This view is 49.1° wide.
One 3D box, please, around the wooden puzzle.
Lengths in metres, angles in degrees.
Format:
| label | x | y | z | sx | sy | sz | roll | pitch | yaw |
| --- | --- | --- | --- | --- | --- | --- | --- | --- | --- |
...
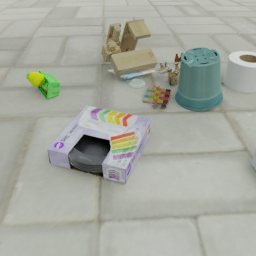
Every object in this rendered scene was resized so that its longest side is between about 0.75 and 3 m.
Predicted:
| label | x | y | z | sx | sy | sz | roll | pitch | yaw |
| --- | --- | --- | --- | --- | --- | --- | --- | --- | --- |
| wooden puzzle | 1.254 | -1.378 | 12.086 | 1.064 | 0.126 | 1.794 | 9 | 42 | 12 |

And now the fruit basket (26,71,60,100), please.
| label | x | y | z | sx | sy | sz | roll | pitch | yaw |
| --- | --- | --- | --- | --- | --- | --- | --- | --- | --- |
| fruit basket | -3.745 | -1.927 | 12.129 | 1.406 | 1.014 | 1.406 | 11 | 28 | -6 |

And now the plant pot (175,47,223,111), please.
| label | x | y | z | sx | sy | sz | roll | pitch | yaw |
| --- | --- | --- | --- | --- | --- | --- | --- | --- | --- |
| plant pot | 2.893 | -2.037 | 11.298 | 1.987 | 1.946 | 1.987 | -5 | 42 | 5 |

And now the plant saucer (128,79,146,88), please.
| label | x | y | z | sx | sy | sz | roll | pitch | yaw |
| --- | --- | --- | --- | --- | --- | --- | --- | --- | --- |
| plant saucer | 0.416 | -2.126 | 13.101 | 0.814 | 0.204 | 0.814 | 0 | 37 | 0 |

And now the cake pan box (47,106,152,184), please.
| label | x | y | z | sx | sy | sz | roll | pitch | yaw |
| --- | --- | --- | --- | --- | --- | --- | --- | --- | --- |
| cake pan box | -0.829 | 0.437 | 9.241 | 2.620 | 0.744 | 2.845 | 11 | 38 | 18 |

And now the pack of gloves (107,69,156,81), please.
| label | x | y | z | sx | sy | sz | roll | pitch | yaw |
| --- | --- | --- | --- | --- | --- | --- | --- | --- | --- |
| pack of gloves | 0.167 | -2.683 | 13.869 | 1.861 | 0.367 | 1.563 | -19 | 32 | -31 |

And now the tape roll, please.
| label | x | y | z | sx | sy | sz | roll | pitch | yaw |
| --- | --- | --- | --- | --- | --- | --- | --- | --- | --- |
| tape roll | 5.429 | -2.589 | 12.824 | 1.849 | 1.269 | 1.849 | 0 | 37 | 0 |

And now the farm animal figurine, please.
| label | x | y | z | sx | sy | sz | roll | pitch | yaw |
| --- | --- | --- | --- | --- | --- | --- | --- | --- | --- |
| farm animal figurine | 2.598 | -2.571 | 13.173 | 1.857 | 0.979 | 1.878 | -29 | 52 | -16 |

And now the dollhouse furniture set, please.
| label | x | y | z | sx | sy | sz | roll | pitch | yaw |
| --- | --- | --- | --- | --- | --- | --- | --- | --- | --- |
| dollhouse furniture set | -0.054 | -3.652 | 14.617 | 2.657 | 2.276 | 2.794 | -16 | 69 | -21 |

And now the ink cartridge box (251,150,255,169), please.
| label | x | y | z | sx | sy | sz | roll | pitch | yaw |
| --- | --- | --- | --- | --- | --- | --- | --- | --- | --- |
| ink cartridge box | 4.655 | 1.286 | 8.061 | 1.316 | 0.746 | 1.795 | -6 | 37 | -8 |
